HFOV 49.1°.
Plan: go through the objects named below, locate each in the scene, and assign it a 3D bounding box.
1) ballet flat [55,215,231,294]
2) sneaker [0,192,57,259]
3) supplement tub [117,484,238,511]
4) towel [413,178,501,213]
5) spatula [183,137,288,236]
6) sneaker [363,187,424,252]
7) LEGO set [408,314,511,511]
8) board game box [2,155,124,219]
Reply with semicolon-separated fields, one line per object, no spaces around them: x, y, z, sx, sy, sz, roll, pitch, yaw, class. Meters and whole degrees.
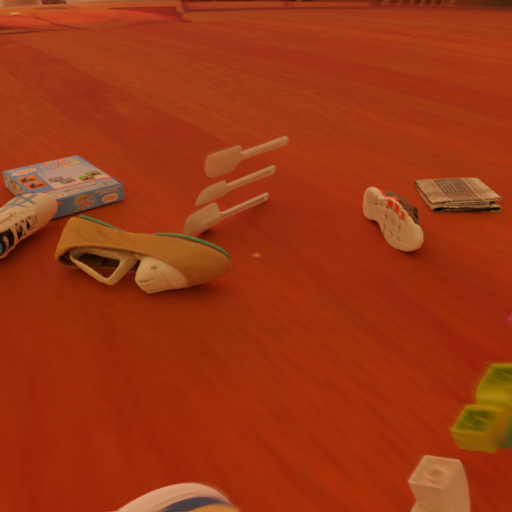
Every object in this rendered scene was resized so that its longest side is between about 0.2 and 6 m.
-1.700;0.115;8.101;2.792;0.958;0.880;12;60;24;ballet flat
-3.953;-0.364;8.847;0.789;0.783;2.178;24;38;21;sneaker
-0.155;2.471;3.124;1.464;1.464;2.024;-23;37;-35;supplement tub
3.866;-1.211;10.799;1.350;0.242;1.402;-1;30;-1;towel
-0.310;-1.234;9.601;0.192;1.660;2.388;32;35;21;spatula
2.485;-0.703;9.486;0.773;0.728;1.888;-1;30;-14;sneaker
2.713;1.735;4.751;1.438;1.548;3.771;-14;17;49;LEGO set
-3.792;-1.386;10.945;1.603;0.388;2.119;-21;36;-32;board game box
